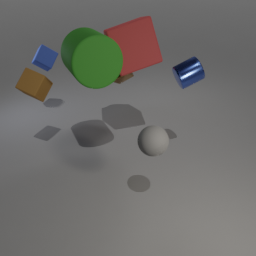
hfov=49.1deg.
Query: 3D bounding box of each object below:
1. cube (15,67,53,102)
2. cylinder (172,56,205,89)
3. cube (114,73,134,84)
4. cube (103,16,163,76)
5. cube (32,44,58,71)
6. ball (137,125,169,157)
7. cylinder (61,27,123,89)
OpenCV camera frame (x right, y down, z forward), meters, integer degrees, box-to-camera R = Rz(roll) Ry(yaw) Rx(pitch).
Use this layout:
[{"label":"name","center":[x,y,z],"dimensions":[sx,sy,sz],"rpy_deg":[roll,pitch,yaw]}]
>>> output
[{"label":"cube","center":[-2.873,-1.318,8.626],"dimensions":[0.700,0.700,0.700],"rpy_deg":[24,-6,9]},{"label":"cylinder","center":[1.722,-1.573,7.998],"dimensions":[0.700,0.700,0.700],"rpy_deg":[-27,31,4]},{"label":"cube","center":[-0.315,-2.193,10.778],"dimensions":[0.700,0.700,0.700],"rpy_deg":[-26,-9,22]},{"label":"cube","center":[0.126,-2.652,8.984],"dimensions":[1.400,1.400,1.400],"rpy_deg":[-20,22,-1]},{"label":"cube","center":[-3.275,-2.747,11.031],"dimensions":[0.700,0.700,0.700],"rpy_deg":[26,-11,-26]},{"label":"ball","center":[0.563,0.291,6.284],"dimensions":[0.700,0.700,0.700],"rpy_deg":[0,29,0]},{"label":"cylinder","center":[-1.027,-1.952,7.725],"dimensions":[1.400,1.400,1.400],"rpy_deg":[-12,30,-20]}]
